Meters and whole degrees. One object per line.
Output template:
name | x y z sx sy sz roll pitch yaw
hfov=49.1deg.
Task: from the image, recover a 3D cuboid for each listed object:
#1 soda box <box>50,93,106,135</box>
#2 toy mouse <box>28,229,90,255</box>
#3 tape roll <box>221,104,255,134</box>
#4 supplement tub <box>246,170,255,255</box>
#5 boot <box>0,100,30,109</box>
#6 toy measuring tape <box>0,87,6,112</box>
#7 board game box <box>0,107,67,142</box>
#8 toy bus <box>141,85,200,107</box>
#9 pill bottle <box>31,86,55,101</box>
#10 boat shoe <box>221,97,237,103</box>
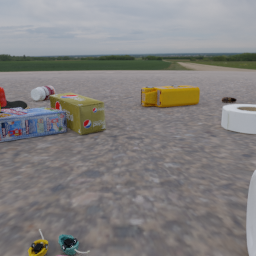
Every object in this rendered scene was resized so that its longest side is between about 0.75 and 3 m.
soda box | -1.795 -0.577 9.572 0.884 0.935 2.762 -12 19 -32
toy mouse | -0.793 1.472 3.234 0.718 0.156 0.808 0 15 1
tape roll | 4.052 -0.325 9.227 1.877 0.656 1.877 0 15 0
supplement tub | 2.162 1.034 2.922 1.594 1.159 1.159 5 15 16
boot | -4.839 -1.287 10.110 1.149 2.052 2.966 2 12 22
toy measuring tape | -3.537 -0.813 7.074 0.938 0.938 2.548 -7 -2 -25
board game box | -3.478 -0.181 8.580 2.274 0.701 2.273 13 19 40
toy bus | 2.015 -1.519 13.441 2.768 0.901 1.084 -7 17 -26
pill bottle | -4.588 -1.879 15.154 0.728 0.728 1.274 6 16 21
boat shoe | 5.194 -1.445 14.348 0.812 0.286 0.285 -5 12 -20
